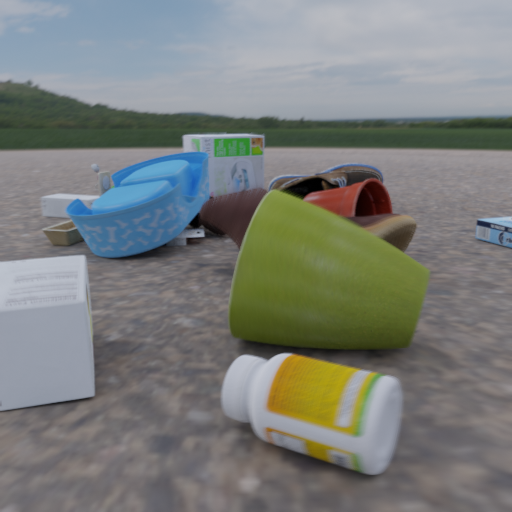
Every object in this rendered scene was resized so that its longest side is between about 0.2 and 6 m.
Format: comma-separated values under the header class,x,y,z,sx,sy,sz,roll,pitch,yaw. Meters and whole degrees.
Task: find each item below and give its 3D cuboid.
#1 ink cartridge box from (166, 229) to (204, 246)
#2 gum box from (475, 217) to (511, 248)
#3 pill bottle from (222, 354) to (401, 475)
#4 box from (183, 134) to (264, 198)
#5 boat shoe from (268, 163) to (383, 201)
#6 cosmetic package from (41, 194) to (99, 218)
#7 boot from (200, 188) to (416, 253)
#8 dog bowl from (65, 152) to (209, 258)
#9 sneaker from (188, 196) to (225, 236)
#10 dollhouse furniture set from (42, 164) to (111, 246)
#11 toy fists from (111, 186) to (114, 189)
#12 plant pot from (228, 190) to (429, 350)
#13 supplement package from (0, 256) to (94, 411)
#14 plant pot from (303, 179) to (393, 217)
class,x,y,z,sx,sy,sz,roll,pitch,yaw
ink cartridge box,-1.372,-0.363,10.826,0.720,0.181,0.830,-1,14,-7
gum box,5.446,-0.423,10.561,1.877,0.418,1.595,-6,15,-22
pill bottle,0.369,1.054,3.959,1.159,0.644,0.644,8,16,28
box,-0.771,-1.869,13.239,1.734,1.965,0.950,-8,16,-34
boat shoe,1.881,-1.682,14.697,3.094,1.118,1.120,-10,18,1
cosmetic package,-4.435,-1.205,13.631,1.371,0.489,0.695,5,14,19
boot,0.839,-0.523,8.452,2.762,0.999,2.298,-20,46,-36
dog bowl,-2.030,-1.041,10.593,2.035,0.905,3.651,-6,23,16
sneaker,-0.967,-0.930,11.612,0.719,0.670,1.812,-51,35,-14
dollhouse furniture set,-3.111,-1.032,10.961,1.571,1.407,1.982,3,14,13
toy fists,-2.749,-1.482,14.340,2.181,0.750,1.112,-8,23,-36
plant pot,0.799,0.301,5.683,1.705,1.596,1.596,15,17,13
supplement package,-1.977,0.629,5.176,0.867,0.900,1.583,-6,16,-16
plant pot,1.549,-0.670,10.051,1.297,1.334,1.334,1,11,42
